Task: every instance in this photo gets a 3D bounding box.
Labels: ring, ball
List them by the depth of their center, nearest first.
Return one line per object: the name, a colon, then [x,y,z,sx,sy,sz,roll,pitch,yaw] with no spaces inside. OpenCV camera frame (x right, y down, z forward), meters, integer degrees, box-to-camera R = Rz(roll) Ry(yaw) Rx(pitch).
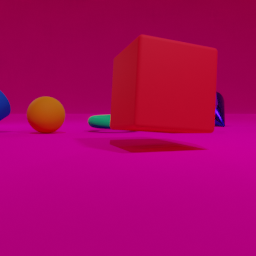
ball: [-1.857,-0.295,6.364,0.837,0.837,0.837,0,3,0]
ring: [-0.333,-0.168,6.997,1.329,0.266,1.329,0,7,0]

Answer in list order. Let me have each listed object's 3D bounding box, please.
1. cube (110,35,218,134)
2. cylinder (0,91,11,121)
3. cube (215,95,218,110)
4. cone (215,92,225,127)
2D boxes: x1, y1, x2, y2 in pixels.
cube: [0.429,-0.489,3.788,1.070,1.070,1.070,4,-3,-19]
cylinder: [-3.321,-0.434,6.456,0.833,0.833,0.833,2,32,31]
cube: [1.799,-0.553,7.334,0.813,0.813,0.813,19,-11,26]
cone: [2.998,-0.394,9.613,1.346,1.346,1.351,-1,31,-13]
